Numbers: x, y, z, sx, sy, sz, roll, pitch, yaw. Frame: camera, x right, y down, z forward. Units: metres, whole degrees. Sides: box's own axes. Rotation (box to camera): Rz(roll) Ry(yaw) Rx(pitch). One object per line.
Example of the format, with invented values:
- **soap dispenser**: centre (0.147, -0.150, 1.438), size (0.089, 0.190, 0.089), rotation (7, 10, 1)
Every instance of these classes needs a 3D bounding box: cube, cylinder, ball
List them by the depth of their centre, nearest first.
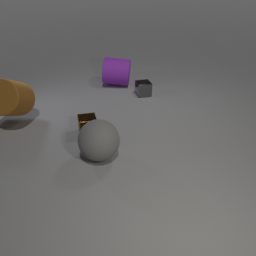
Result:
- **ball**: centre (-0.969, 0.406, 9.317), size (1.400, 1.400, 1.400), rotation (0, 31, 0)
- **cube**: centre (-1.583, -0.119, 10.972), size (0.700, 0.700, 0.700), rotation (-7, 31, -12)
- **cylinder**: centre (-4.639, -1.183, 11.104), size (1.400, 1.400, 1.400), rotation (4, 3, 7)
- **cube**: centre (0.780, -1.995, 14.136), size (0.700, 0.700, 0.700), rotation (-8, 31, -13)
- **cylinder**: centre (-0.608, -3.038, 15.059), size (1.400, 1.400, 1.400), rotation (6, 31, 1)
